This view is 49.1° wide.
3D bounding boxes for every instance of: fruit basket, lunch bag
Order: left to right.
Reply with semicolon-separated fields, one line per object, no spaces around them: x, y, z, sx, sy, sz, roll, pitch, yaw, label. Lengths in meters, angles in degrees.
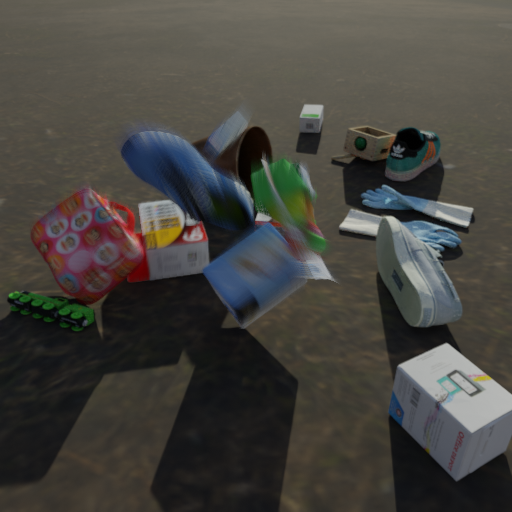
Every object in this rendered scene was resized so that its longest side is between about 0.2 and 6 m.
-3.106;-0.303;10.576;1.815;0.844;2.060;-40;59;-2;lunch bag
0.672;-0.502;8.269;0.848;1.810;1.676;-32;-10;12;fruit basket

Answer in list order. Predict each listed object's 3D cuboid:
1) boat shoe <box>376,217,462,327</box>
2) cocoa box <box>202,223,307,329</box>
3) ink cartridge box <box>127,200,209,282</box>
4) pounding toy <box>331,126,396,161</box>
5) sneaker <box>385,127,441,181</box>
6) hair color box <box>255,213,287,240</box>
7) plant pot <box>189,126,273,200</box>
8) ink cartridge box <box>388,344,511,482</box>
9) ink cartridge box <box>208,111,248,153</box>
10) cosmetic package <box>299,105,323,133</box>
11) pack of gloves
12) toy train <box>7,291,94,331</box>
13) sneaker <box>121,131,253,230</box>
3.031;0.268;10.582;1.009;0.989;2.834;3;38;-10;boat shoe
-0.004;0.342;9.736;1.463;0.960;0.976;-36;58;-8;cocoa box
-1.922;-0.363;11.547;1.640;0.783;1.868;-9;35;-12;ink cartridge box
3.014;-3.051;15.744;1.194;0.922;1.297;28;32;35;pounding toy
4.409;-3.041;15.314;1.010;1.131;2.831;19;38;27;sneaker
0.570;-0.955;12.702;0.929;0.536;1.675;6;35;8;hair color box
-0.827;-2.320;13.911;1.894;1.771;1.771;7;33;28;plant pot
2.668;2.096;7.646;0.978;0.982;1.339;-18;38;-25;ink cartridge box
-0.514;-2.276;10.324;0.726;0.306;0.525;-43;5;-1;ink cartridge box
1.776;-4.392;17.936;0.659;0.520;1.225;4;35;9;cosmetic package
3.496;-1.025;12.831;2.637;0.520;2.216;14;35;21;pack of gloves
-3.672;0.933;10.020;1.737;0.362;0.490;14;26;20;toy train
-1.030;-1.203;9.163;2.475;0.972;1.103;28;11;-18;sneaker
